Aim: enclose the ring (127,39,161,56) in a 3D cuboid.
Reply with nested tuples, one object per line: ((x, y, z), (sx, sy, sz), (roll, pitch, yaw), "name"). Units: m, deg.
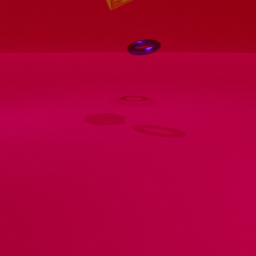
((0.593, -3.030, 10.494), (1.284, 0.257, 1.284), (-7, 33, 4), "ring")

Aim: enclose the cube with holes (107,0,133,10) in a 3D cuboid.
((-0.149, -3.283, 6.058), (0.919, 0.919, 0.919), (-24, 10, 2), "cube with holes")
